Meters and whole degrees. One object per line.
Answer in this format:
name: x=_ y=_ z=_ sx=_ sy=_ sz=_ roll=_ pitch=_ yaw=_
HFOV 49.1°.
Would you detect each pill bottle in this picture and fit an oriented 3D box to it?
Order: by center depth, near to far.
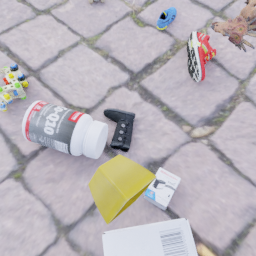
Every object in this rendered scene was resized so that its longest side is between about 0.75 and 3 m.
pill bottle: x=-1.740 y=0.069 z=7.989 sx=2.162 sy=1.231 sz=1.231 roll=16 pitch=61 yaw=9

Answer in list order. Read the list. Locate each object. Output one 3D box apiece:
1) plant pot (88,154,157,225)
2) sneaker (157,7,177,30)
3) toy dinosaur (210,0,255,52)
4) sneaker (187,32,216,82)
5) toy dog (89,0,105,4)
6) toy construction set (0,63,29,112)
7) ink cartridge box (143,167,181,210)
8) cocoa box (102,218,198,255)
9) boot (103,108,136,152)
plant pot: x=-0.168 y=0.956 z=4.744 sx=0.736 sy=0.834 sz=0.834 roll=46 pitch=40 yaw=16
sneaker: x=1.575 y=-4.472 z=11.077 sx=0.455 sy=0.541 sz=1.381 roll=27 pitch=62 yaw=17
toy dinosaur: x=3.383 y=-2.706 z=6.999 sx=2.349 sy=1.008 sz=1.592 roll=-15 pitch=30 yaw=28
sneaker: x=2.628 y=-2.559 z=9.784 sx=0.951 sy=0.863 sz=2.240 roll=6 pitch=60 yaw=-2
toy dog: x=-1.467 y=-5.904 z=11.807 sx=0.980 sy=0.716 sz=1.486 roll=-30 pitch=64 yaw=-17
toy construction set: x=-4.012 y=-1.526 z=9.210 sx=1.231 sy=0.865 sz=1.877 roll=-32 pitch=75 yaw=-17
ink cartridge box: x=0.926 y=1.627 z=7.553 sx=0.659 sy=0.380 sz=0.908 roll=27 pitch=63 yaw=15
cocoa box: x=0.560 y=3.486 z=5.643 sx=1.807 sy=1.778 sz=2.710 roll=-9 pitch=60 yaw=-5
boot: x=-0.358 y=0.054 z=8.506 sx=1.039 sy=0.414 sz=1.261 roll=8 pitch=64 yaw=7
